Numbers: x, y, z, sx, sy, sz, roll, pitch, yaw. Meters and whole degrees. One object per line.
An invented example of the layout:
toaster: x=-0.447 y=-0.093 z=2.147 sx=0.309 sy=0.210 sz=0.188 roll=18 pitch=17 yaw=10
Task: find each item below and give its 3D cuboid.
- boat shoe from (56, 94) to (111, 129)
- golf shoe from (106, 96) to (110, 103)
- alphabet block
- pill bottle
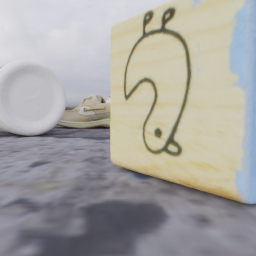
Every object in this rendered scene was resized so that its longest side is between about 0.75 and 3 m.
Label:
boat shoe: x=-0.876 y=-0.478 z=7.989 sx=2.923 sy=0.950 sz=1.055 roll=1 pitch=4 yaw=14
golf shoe: x=-0.492 y=-0.615 z=9.267 sx=0.868 sy=1.078 sz=2.218 roll=-6 pitch=6 yaw=-40
alphabet block: x=0.772 y=-0.282 z=2.409 sx=1.377 sy=1.369 sz=1.402 roll=-1 pitch=3 yaw=-36
pill bottle: x=-2.664 y=-0.651 z=6.435 sx=1.510 sy=1.510 sz=2.640 roll=-3 pitch=5 yaw=-39
